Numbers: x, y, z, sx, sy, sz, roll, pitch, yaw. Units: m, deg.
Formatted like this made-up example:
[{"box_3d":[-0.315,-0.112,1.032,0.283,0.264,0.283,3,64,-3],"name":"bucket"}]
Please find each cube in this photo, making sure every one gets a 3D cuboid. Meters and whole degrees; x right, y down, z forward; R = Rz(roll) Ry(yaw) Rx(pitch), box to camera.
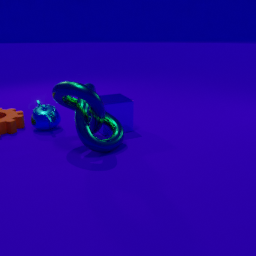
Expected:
[{"box_3d":[-0.441,-0.408,7.945,0.911,0.911,0.911,-9,22,-24],"name":"cube"}]

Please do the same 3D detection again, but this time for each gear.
[{"box_3d":[-4.045,-0.158,8.109,1.959,0.362,1.959,0,19,0],"name":"gear"}]

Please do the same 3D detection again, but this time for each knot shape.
[{"box_3d":[-0.984,-0.438,6.611,0.922,1.867,1.995,-35,49,2],"name":"knot shape"}]

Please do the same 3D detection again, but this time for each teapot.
[{"box_3d":[-2.386,-0.375,8.043,0.843,0.664,1.356,-17,34,-26],"name":"teapot"}]
